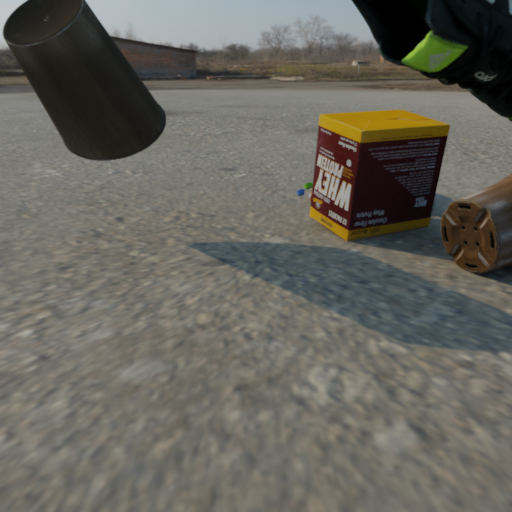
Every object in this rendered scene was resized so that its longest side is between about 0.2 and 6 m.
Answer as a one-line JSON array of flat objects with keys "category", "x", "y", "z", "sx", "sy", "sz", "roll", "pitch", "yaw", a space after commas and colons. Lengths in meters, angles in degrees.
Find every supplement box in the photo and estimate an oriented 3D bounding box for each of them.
[{"category": "supplement box", "x": 2.068, "y": -1.439, "z": 9.692, "sx": 1.831, "sy": 1.857, "sz": 1.233, "roll": -10, "pitch": 29, "yaw": -25}]

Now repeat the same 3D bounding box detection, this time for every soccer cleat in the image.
[{"category": "soccer cleat", "x": 1.647, "y": -1.706, "z": 4.362, "sx": 3.189, "sy": 1.077, "sz": 1.293, "roll": 33, "pitch": 57, "yaw": -14}]

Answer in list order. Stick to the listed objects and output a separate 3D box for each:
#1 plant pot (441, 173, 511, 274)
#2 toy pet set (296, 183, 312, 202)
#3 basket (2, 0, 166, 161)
[{"category": "plant pot", "x": 3.551, "y": -0.455, "z": 8.043, "sx": 1.427, "sy": 1.441, "sz": 1.441, "roll": -17, "pitch": 25, "yaw": -21}, {"category": "toy pet set", "x": 1.756, "y": -1.226, "z": 11.172, "sx": 1.366, "sy": 0.777, "sz": 1.463, "roll": -8, "pitch": -11, "yaw": -23}, {"category": "basket", "x": -2.765, "y": -2.843, "z": 8.908, "sx": 2.052, "sy": 2.276, "sz": 1.548, "roll": 10, "pitch": 63, "yaw": 21}]
